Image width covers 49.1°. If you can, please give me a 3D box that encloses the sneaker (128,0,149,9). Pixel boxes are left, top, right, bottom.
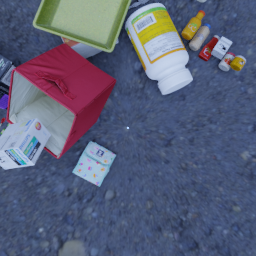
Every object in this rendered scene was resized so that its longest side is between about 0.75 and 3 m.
[{"bbox_3d":[-0.047,-4.909,10.196,1.704,0.643,0.970,-21,84,-8],"label":"sneaker"}]

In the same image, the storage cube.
[{"bbox_3d":[-2.011,-0.862,8.541,2.110,2.469,2.219,36,44,4],"label":"storage cube"}]

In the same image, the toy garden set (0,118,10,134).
[{"bbox_3d":[-4.523,0.247,9.816,1.070,0.256,1.283,40,85,4],"label":"toy garden set"}]

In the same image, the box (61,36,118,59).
[{"bbox_3d":[-1.774,-4.061,9.685,1.808,1.416,2.906,-27,85,-3],"label":"box"}]

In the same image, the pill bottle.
[{"bbox_3d":[1.106,-2.598,9.484,1.515,1.515,2.728,-24,85,-2],"label":"pill bottle"}]

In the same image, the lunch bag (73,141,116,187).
[{"bbox_3d":[-1.108,1.194,9.473,1.068,0.765,1.254,28,76,3],"label":"lunch bag"}]

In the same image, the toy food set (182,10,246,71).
[{"bbox_3d":[3.079,-2.936,9.703,2.342,1.118,1.054,33,85,9],"label":"toy food set"}]

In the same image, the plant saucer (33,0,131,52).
[{"bbox_3d":[-1.251,-3.744,8.626,2.532,0.606,2.529,19,84,1],"label":"plant saucer"}]

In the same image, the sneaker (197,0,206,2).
[{"bbox_3d":[2.333,-5.377,10.256,1.685,0.632,0.712,35,86,-6],"label":"sneaker"}]

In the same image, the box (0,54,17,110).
[{"bbox_3d":[-5.078,-2.083,9.311,2.836,1.734,1.504,33,84,3],"label":"box"}]

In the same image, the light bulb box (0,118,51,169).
[{"bbox_3d":[-2.832,0.419,7.408,1.114,0.695,1.104,-10,40,27],"label":"light bulb box"}]
